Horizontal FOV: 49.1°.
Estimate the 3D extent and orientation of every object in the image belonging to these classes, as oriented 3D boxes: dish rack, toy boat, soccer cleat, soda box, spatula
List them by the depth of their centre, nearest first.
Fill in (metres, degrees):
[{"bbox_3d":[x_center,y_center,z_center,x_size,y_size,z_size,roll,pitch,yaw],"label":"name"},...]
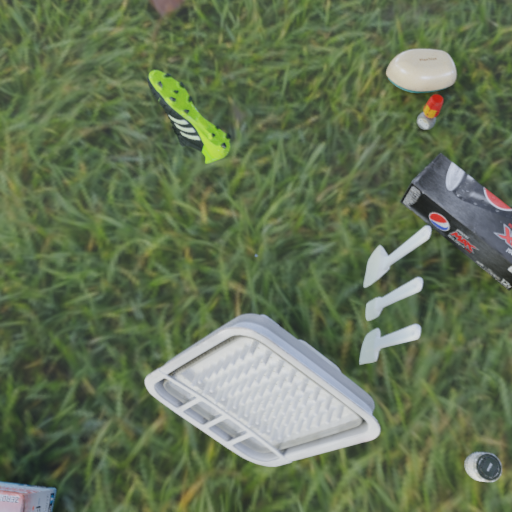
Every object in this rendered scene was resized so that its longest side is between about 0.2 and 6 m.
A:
[{"bbox_3d":[0.047,1.888,7.827,2.516,2.932,0.638,39,48,-13],"label":"dish rack"},{"bbox_3d":[-5.246,3.836,8.047,4.195,1.435,1.334,6,71,2],"label":"soda box"},{"bbox_3d":[1.983,0.602,8.437,0.219,2.729,1.897,12,74,-1],"label":"spatula"},{"bbox_3d":[-1.203,-2.251,9.309,1.798,0.729,0.607,45,46,-20],"label":"soccer cleat"},{"bbox_3d":[3.890,-0.610,9.965,2.546,0.806,0.901,43,76,13],"label":"soda box"},{"bbox_3d":[3.277,-3.320,11.035,1.392,0.769,1.655,-2,63,-5],"label":"toy boat"}]

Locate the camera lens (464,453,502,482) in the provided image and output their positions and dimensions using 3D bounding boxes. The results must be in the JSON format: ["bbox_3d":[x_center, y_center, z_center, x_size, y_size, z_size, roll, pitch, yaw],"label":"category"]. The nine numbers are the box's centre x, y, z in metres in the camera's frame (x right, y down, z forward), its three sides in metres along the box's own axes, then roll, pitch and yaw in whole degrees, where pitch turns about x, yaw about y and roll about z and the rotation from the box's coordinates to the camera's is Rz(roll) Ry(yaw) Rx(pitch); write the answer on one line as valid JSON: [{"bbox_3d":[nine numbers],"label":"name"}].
[{"bbox_3d":[3.532,3.289,8.727,0.427,0.534,0.427,0,70,0],"label":"camera lens"}]
